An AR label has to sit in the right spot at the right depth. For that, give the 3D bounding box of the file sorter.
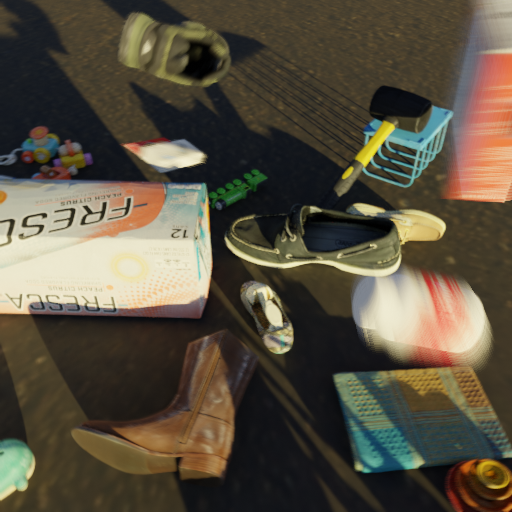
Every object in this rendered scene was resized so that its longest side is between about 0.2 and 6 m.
[{"bbox_3d":[3.092,-2.354,11.611,1.202,1.063,1.733,24,45,26],"label":"file sorter"}]

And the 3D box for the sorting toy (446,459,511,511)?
[{"bbox_3d":[2.847,2.722,5.934,1.624,0.666,0.976,21,44,22],"label":"sorting toy"}]

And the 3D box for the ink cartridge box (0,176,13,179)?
[{"bbox_3d":[-5.072,-1.085,10.519,1.261,0.532,0.921,12,42,14],"label":"ink cartridge box"}]

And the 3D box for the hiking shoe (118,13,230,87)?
[{"bbox_3d":[-0.886,-2.822,8.169,1.241,0.934,2.466,30,26,14],"label":"hiking shoe"}]

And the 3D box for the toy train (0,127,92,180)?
[{"bbox_3d":[-4.410,-2.039,11.593,2.174,0.605,1.633,30,48,30],"label":"toy train"}]

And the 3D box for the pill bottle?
[{"bbox_3d":[1.499,0.524,5.257,1.104,0.620,0.620,12,37,-18],"label":"pill bottle"}]

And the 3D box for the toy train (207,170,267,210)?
[{"bbox_3d":[-0.351,-1.275,10.957,0.403,0.298,1.429,39,53,24],"label":"toy train"}]

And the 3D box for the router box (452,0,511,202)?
[{"bbox_3d":[3.461,-2.384,8.178,0.601,2.207,2.460,7,42,9],"label":"router box"}]

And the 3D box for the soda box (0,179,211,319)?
[{"bbox_3d":[-3.092,-0.140,8.551,4.729,1.617,1.503,1,40,1],"label":"soda box"}]

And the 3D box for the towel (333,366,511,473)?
[{"bbox_3d":[2.049,2.032,7.128,1.932,0.210,1.417,-3,41,-5],"label":"towel"}]

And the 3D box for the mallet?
[{"bbox_3d":[1.863,-1.904,10.572,3.435,0.707,1.131,-45,59,-11],"label":"mallet"}]

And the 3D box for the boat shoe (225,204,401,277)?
[{"bbox_3d":[0.908,-0.384,9.243,2.982,0.989,1.114,12,56,13],"label":"boat shoe"}]

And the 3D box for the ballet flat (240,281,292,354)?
[{"bbox_3d":[0.151,0.754,8.365,0.548,0.548,1.525,-13,42,-15],"label":"ballet flat"}]

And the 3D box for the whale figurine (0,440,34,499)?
[{"bbox_3d":[-2.935,2.493,6.380,0.676,0.441,0.850,13,42,15],"label":"whale figurine"}]

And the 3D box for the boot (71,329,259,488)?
[{"bbox_3d":[-1.046,1.712,7.119,1.917,0.661,2.057,16,45,-1],"label":"boot"}]

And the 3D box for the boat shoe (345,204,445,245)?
[{"bbox_3d":[2.390,-0.448,9.788,1.728,0.639,0.574,8,54,12],"label":"boat shoe"}]

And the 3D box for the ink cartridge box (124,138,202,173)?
[{"bbox_3d":[-1.573,-1.824,9.584,0.891,0.226,1.011,37,34,17],"label":"ink cartridge box"}]
